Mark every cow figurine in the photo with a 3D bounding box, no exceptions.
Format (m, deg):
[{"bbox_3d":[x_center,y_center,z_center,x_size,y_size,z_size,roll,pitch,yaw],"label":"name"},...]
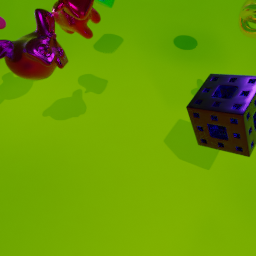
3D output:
[{"bbox_3d":[-1.279,-2.650,6.235,1.538,1.513,0.844,23,86,34],"label":"cow figurine"}]

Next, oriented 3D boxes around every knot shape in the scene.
[{"bbox_3d":[2.927,-2.167,5.954,0.652,1.321,1.412,-39,13,15],"label":"knot shape"}]

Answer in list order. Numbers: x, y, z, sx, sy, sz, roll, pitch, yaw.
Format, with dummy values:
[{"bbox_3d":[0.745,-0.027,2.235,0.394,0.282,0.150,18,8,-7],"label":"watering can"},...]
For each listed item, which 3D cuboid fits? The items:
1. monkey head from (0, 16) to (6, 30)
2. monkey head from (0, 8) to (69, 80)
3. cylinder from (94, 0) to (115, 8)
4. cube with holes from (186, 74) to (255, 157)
[{"bbox_3d":[-4.057,-2.426,6.840,1.133,1.353,1.881,14,45,44],"label":"monkey head"},{"bbox_3d":[-2.000,-1.733,5.986,1.159,1.383,1.923,-4,3,27],"label":"monkey head"},{"bbox_3d":[-0.778,-4.461,8.755,1.026,1.026,1.026,23,16,-7],"label":"cylinder"},{"bbox_3d":[1.998,-0.291,5.536,1.083,1.083,1.083,13,53,41],"label":"cube with holes"}]
